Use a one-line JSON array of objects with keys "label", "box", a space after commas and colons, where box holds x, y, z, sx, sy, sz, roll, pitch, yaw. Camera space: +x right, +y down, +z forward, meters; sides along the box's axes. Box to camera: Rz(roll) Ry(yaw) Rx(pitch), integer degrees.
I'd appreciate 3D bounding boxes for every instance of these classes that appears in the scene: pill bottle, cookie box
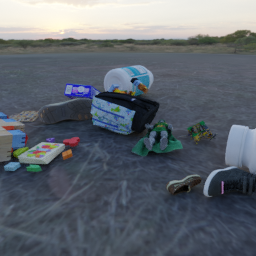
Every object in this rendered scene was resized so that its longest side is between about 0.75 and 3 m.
[{"label": "pill bottle", "box": [0.192, -2.501, 15.159, 1.631, 1.631, 2.945, 13, 23, 34]}, {"label": "pill bottle", "box": [3.640, 0.603, 6.457, 2.494, 1.385, 1.385, 10, 21, 27]}, {"label": "cookie box", "box": [-1.913, -1.473, 12.758, 1.317, 0.579, 1.540, 8, -9, 22]}]

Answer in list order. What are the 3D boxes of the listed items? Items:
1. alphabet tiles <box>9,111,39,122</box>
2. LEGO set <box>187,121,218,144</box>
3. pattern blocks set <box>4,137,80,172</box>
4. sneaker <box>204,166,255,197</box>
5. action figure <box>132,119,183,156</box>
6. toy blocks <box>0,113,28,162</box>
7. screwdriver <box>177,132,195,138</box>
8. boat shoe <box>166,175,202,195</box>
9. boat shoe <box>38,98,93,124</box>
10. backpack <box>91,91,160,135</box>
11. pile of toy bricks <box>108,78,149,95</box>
[{"label": "alphabet tiles", "box": [-4.308, -0.505, 11.763, 1.210, 0.055, 1.447, 0, 19, 3]}, {"label": "LEGO set", "box": [2.404, 0.235, 9.142, 0.755, 0.569, 0.981, -32, 18, -1]}, {"label": "pattern blocks set", "box": [-2.389, 0.681, 7.900, 1.797, 0.166, 2.045, -3, 19, 8]}, {"label": "sneaker", "box": [2.280, 1.203, 6.033, 1.461, 0.517, 0.725, -10, 16, -39]}, {"label": "action figure", "box": [1.004, 0.170, 8.974, 1.440, 0.667, 2.439, 0, 15, 10]}, {"label": "toy blocks", "box": [-3.950, 0.207, 8.023, 2.926, 1.462, 2.000, 22, 18, 38]}, {"label": "screwdriver", "box": [1.976, 0.248, 9.472, 0.897, 0.125, 0.130, -13, -22, -27]}, {"label": "boat shoe", "box": [1.288, 1.295, 6.198, 0.875, 0.323, 0.324, -13, 35, -17]}, {"label": "boat shoe", "box": [-2.368, -0.792, 11.289, 2.478, 0.923, 0.909, -7, 20, -22]}, {"label": "backpack", "box": [-0.274, -0.582, 9.968, 2.211, 1.700, 1.804, 28, 29, 13]}, {"label": "pile of toy bricks", "box": [0.190, -1.119, 11.939, 1.377, 1.547, 2.789, 42, 25, 16]}]
